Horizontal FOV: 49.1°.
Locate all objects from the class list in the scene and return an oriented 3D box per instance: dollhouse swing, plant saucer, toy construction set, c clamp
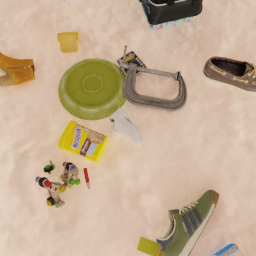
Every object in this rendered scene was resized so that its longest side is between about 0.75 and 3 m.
[{"bbox_3d":[-2.521,-3.691,12.032,0.866,0.761,0.787,-6,26,-2],"label":"dollhouse swing"},{"bbox_3d":[-1.374,-1.672,11.039,2.848,0.442,2.848,0,68,-1],"label":"plant saucer"},{"bbox_3d":[-2.048,1.938,9.250,1.690,1.298,1.409,-2,21,17],"label":"toy construction set"},{"bbox_3d":[0.998,-1.927,11.022,2.925,0.396,2.499,15,69,-2],"label":"c clamp"}]

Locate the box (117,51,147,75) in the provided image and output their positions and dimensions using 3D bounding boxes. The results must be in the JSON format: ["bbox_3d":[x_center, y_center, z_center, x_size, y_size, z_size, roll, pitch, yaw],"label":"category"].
[{"bbox_3d":[0.155,-2.597,11.522,0.821,0.250,1.018,-33,71,-10],"label":"box"}]

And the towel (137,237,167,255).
[{"bbox_3d":[0.821,3.854,8.930,1.008,0.091,0.434,18,63,8],"label":"towel"}]

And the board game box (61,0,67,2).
[{"bbox_3d":[-3.142,-6.932,13.278,1.314,0.335,1.955,-38,72,-15],"label":"board game box"}]

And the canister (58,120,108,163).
[{"bbox_3d":[-1.581,0.493,10.031,1.492,0.646,1.108,22,69,8],"label":"canister"}]

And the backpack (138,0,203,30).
[{"bbox_3d":[1.642,-5.824,11.776,2.631,2.231,2.964,-17,74,-8],"label":"backpack"}]

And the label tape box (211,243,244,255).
[{"bbox_3d":[3.132,4.693,8.267,1.422,0.656,1.984,-27,69,-11],"label":"label tape box"}]

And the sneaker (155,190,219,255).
[{"bbox_3d":[1.834,2.853,8.892,1.152,0.860,2.565,33,72,9],"label":"sneaker"}]

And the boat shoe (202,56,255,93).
[{"bbox_3d":[4.456,-2.136,10.984,2.952,0.878,1.060,14,68,6],"label":"boat shoe"}]

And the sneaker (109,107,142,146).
[{"bbox_3d":[-0.122,0.088,10.263,0.842,0.660,1.695,-33,62,-6],"label":"sneaker"}]

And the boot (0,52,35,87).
[{"bbox_3d":[-4.613,-2.633,11.363,1.480,0.727,2.067,-19,73,-14],"label":"boot"}]
